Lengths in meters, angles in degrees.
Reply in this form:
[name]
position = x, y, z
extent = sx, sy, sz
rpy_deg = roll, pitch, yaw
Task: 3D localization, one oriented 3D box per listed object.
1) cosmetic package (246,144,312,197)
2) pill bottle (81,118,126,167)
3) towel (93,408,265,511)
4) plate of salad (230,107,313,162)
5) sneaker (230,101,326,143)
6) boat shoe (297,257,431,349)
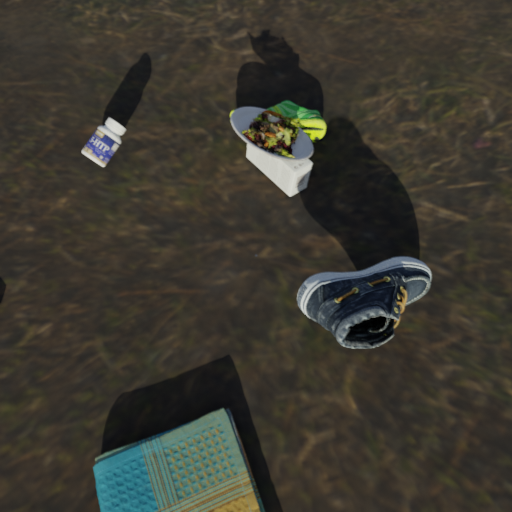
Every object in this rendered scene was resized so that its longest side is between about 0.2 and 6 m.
[cosmetic package]
position = 0.410, -1.798, 10.486
extent = 0.465, 0.661, 1.304
rpy_deg = -32, 64, -27
[pill bottle]
position = -2.818, -2.127, 10.435
extent = 0.496, 0.496, 0.828
rpy_deg = 34, 90, 19
[towel]
position = -0.863, 3.647, 7.302
extent = 2.056, 0.304, 2.803
rpy_deg = -18, 61, -11
[plate of salad]
position = 0.325, -2.255, 10.006
extent = 1.616, 0.388, 1.616
rpy_deg = 17, 40, -15
[sneaker]
position = 0.418, -2.642, 11.105
extent = 1.890, 0.700, 0.790
rpy_deg = 5, 47, -5
[boat shoe]
position = 1.906, 0.742, 8.359
extent = 2.506, 0.887, 1.138
rpy_deg = -9, 35, -29
